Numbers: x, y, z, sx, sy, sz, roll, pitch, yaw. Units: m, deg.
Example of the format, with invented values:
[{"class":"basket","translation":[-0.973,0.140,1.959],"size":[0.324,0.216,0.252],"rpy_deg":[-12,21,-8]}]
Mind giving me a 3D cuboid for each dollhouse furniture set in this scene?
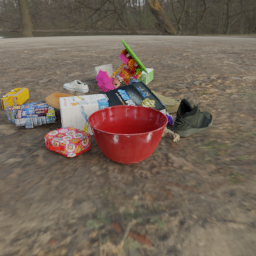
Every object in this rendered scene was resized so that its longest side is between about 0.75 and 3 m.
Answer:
[{"class":"dollhouse furniture set","translation":[1.545,0.325,10.182],"size":[0.334,0.392,0.755],"rpy_deg":[-44,38,-10]}]

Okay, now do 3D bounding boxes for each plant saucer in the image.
[{"class":"plant saucer","translation":[-2.573,-1.142,12.583],"size":[2.197,0.411,2.197],"rpy_deg":[16,14,-4]}]

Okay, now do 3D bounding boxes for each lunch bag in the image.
[{"class":"lunch bag","translation":[-2.089,0.469,9.455],"size":[1.434,0.587,1.263],"rpy_deg":[16,28,33]}]

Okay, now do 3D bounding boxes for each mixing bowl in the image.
[{"class":"mixing bowl","translation":[-0.018,0.282,8.951],"size":[2.474,1.340,2.474],"rpy_deg":[1,23,0]}]

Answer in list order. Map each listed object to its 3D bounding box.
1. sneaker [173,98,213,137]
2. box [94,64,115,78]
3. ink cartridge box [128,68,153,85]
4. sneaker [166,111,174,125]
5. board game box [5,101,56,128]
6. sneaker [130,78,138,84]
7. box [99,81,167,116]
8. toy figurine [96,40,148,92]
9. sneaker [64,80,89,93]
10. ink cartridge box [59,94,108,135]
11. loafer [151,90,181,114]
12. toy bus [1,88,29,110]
[{"class":"sneaker","translation":[2.656,-0.546,10.956],"size":[2.282,1.307,0.872],"rpy_deg":[-17,30,-38]},{"class":"box","translation":[-1.497,-3.416,17.277],"size":[1.053,0.876,2.562],"rpy_deg":[-14,13,-5]},{"class":"ink cartridge box","translation":[0.739,-3.251,17.885],"size":[1.220,0.697,2.350],"rpy_deg":[8,25,18]},{"class":"sneaker","translation":[1.537,-0.369,11.753],"size":[0.525,0.367,1.056],"rpy_deg":[-15,25,-9]},{"class":"board game box","translation":[-4.078,-0.525,11.711],"size":[2.013,0.621,2.015],"rpy_deg":[-7,25,-13]},{"class":"sneaker","translation":[0.322,-2.485,16.201],"size":[0.586,0.651,1.584],"rpy_deg":[2,25,0]},{"class":"box","translation":[0.108,-0.924,11.622],"size":[2.129,0.616,2.679],"rpy_deg":[-18,36,-9]},{"class":"toy figurine","translation":[-0.487,-3.029,15.774],"size":[2.194,2.690,2.922],"rpy_deg":[55,10,21]},{"class":"sneaker","translation":[-3.015,-2.489,16.253],"size":[1.708,0.605,0.624],"rpy_deg":[11,26,24]},{"class":"ink cartridge box","translation":[-1.700,-0.494,10.819],"size":[1.736,1.256,1.278],"rpy_deg":[-7,25,-13]},{"class":"loafer","translation":[1.212,-1.253,13.020],"size":[2.676,0.902,1.018],"rpy_deg":[4,24,10]},{"class":"toy bus","translation":[-5.576,-1.455,13.867],"size":[0.751,0.625,1.919],"rpy_deg":[0,23,-1]}]
